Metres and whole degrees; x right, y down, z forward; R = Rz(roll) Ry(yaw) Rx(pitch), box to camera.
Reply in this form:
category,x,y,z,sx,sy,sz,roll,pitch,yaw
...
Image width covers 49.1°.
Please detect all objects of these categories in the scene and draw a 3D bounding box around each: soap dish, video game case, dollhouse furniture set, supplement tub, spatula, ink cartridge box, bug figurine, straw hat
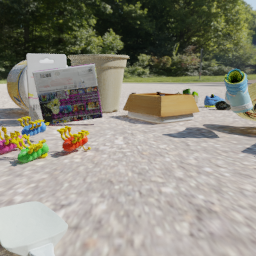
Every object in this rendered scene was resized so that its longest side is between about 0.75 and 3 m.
category,x,y,z,sx,sy,sz,roll,pitch,yaw
soap dish,1.016,-0.715,8.947,1.574,0.812,2.000,-7,12,-32
video game case,-1.592,-0.896,7.591,1.644,1.490,0.294,-9,17,-2
dollhouse furniture set,2.740,-1.394,13.938,0.855,0.655,1.305,17,-21,-41
supplement tub,-3.233,-1.507,10.134,1.914,1.914,2.647,-8,13,-34
spatula,-0.885,1.030,1.562,1.551,0.179,2.231,-6,12,-35
ink cartridge box,-2.326,-1.130,8.109,1.114,1.934,0.656,-4,11,-19
bug figurine,-1.612,0.209,5.107,1.775,0.457,1.376,13,22,36
straw hat,3.671,-0.416,7.108,2.022,0.856,2.022,-17,30,10

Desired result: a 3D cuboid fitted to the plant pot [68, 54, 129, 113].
category,x,y,z,sx,sy,sz,roll,pitch,yaw
plant pot,-1.073,-1.657,10.562,2.248,2.058,2.248,0,11,0

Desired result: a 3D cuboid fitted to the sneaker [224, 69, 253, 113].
category,x,y,z,sx,sy,sz,roll,pitch,yaw
sneaker,2.531,-0.984,6.570,0.563,0.924,1.416,-15,18,13

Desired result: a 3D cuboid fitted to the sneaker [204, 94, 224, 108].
category,x,y,z,sx,sy,sz,roll,pitch,yaw
sneaker,3.918,-1.202,12.195,1.461,0.573,0.482,-4,10,-28

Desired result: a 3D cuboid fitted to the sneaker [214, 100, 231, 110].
category,x,y,z,sx,sy,sz,roll,pitch,yaw
sneaker,4.066,-0.960,11.162,1.253,0.486,0.541,1,8,6
